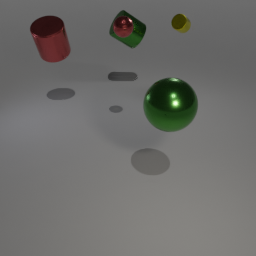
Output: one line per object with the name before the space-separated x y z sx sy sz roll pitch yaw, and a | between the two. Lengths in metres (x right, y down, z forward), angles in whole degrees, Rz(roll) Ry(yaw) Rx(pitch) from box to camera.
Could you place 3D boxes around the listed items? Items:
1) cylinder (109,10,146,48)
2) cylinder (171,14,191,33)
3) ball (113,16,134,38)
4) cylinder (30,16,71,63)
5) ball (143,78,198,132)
cylinder | -0.019 -5.030 14.339 1.400 1.400 1.400 23 21 -28
cylinder | 2.371 -4.650 12.485 0.700 0.700 0.700 17 13 26
ball | -0.161 -3.438 9.510 0.700 0.700 0.700 0 31 0
cylinder | -3.273 -3.777 11.948 1.400 1.400 1.400 -1 58 2
ball | 1.092 -0.593 7.233 1.400 1.400 1.400 0 31 0
